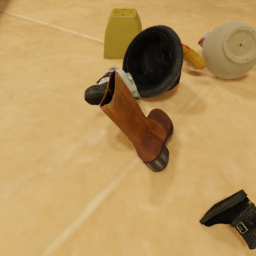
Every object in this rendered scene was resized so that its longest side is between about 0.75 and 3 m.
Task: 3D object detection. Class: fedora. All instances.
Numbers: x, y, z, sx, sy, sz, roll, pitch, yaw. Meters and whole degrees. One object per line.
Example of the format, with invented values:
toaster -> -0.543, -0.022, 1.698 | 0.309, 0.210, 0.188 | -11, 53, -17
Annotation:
fedora -> 0.908, -1.917, 8.627 | 1.072, 2.347, 2.347 | 21, 17, -49

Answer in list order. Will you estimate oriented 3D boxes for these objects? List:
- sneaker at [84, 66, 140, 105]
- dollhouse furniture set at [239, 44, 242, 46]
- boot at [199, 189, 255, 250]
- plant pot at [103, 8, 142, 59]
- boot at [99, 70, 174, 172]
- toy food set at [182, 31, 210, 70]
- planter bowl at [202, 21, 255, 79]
sneaker -> -0.491, -1.147, 7.401 | 0.823, 0.983, 2.222 | -15, -1, 27
dollhouse furniture set -> 3.727, -2.693, 10.332 | 1.323, 1.022, 2.648 | 1, 20, 12
boot -> 1.869, 1.698, 4.875 | 0.445, 1.184, 0.885 | -23, 70, -43
plant pot -> -0.149, -3.617, 10.554 | 1.494, 1.529, 1.484 | 2, 41, 1
boot -> 0.176, -0.362, 6.299 | 0.735, 2.147, 2.022 | -19, 35, 32
toy food set -> 2.437, -2.866, 9.696 | 0.990, 1.050, 2.199 | 40, 63, -4
planter bowl -> 3.320, -2.472, 8.654 | 1.800, 1.800, 1.212 | 2, 5, 2
